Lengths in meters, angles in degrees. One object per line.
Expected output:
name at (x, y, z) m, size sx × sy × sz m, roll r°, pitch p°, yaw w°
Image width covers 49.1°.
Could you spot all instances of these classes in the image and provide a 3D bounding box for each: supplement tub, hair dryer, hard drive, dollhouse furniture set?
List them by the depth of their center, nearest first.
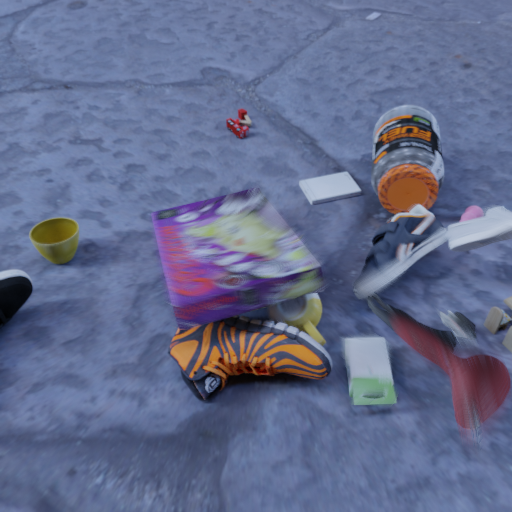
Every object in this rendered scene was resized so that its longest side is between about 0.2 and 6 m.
hair dryer at (2.818, 1.634, 8.530) m, size 2.092 × 0.746 × 2.746 m, roll 12°, pitch 24°, yaw -14°
dollhouse furniture set at (5.021, 1.108, 9.627) m, size 1.324 × 1.004 × 1.511 m, roll -20°, pitch 47°, yaw -19°
supplement tub at (3.388, -2.139, 12.602) m, size 1.549 × 1.549 × 2.529 m, roll 6°, pitch 44°, yaw 7°
hard drive at (1.712, -1.583, 13.026) m, size 1.213 × 0.162 × 0.800 m, roll -12°, pitch 45°, yaw -13°

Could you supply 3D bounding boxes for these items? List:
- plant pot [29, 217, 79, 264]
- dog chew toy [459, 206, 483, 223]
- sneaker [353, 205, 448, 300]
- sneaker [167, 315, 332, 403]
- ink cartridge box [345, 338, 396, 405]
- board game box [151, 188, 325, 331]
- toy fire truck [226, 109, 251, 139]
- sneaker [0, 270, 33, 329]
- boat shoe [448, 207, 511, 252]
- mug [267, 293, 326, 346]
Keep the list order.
plant pot at (-3.979, -0.238, 11.234) m, size 0.941 × 0.668 × 0.941 m, roll 0°, pitch 38°, yaw 0°
dog chew toy at (4.616, -0.800, 12.083) m, size 0.394 × 0.394 × 0.632 m, roll 34°, pitch 62°, yaw 30°
sneaker at (2.588, -0.119, 10.729) m, size 2.507 × 0.983 × 0.995 m, roll -32°, pitch 82°, yaw -30°
sneaker at (-0.223, 1.793, 9.058) m, size 2.716 × 1.053 × 1.521 m, roll 13°, pitch 49°, yaw 27°
ink cartridge box at (1.852, 1.959, 9.183) m, size 0.670 × 0.383 × 1.290 m, roll -2°, pitch 43°, yaw 2°
board game box at (-0.563, -0.175, 10.313) m, size 2.407 × 0.648 × 4.010 m, roll -19°, pitch 28°, yaw -7°
toy fire truck at (-0.393, -3.533, 14.980) m, size 0.731 × 0.253 × 1.036 m, roll -23°, pitch 49°, yaw -22°
sneaker at (-4.728, 1.566, 9.247) m, size 2.902 × 1.060 × 1.623 m, roll -37°, pitch 58°, yaw -22°
boat shoe at (4.308, -0.579, 10.096) m, size 0.623 × 1.730 × 0.593 m, roll 15°, pitch 61°, yaw -44°
mug at (0.742, 0.907, 9.593) m, size 1.222 × 1.003 × 0.979 m, roll 20°, pitch 82°, yaw 10°
